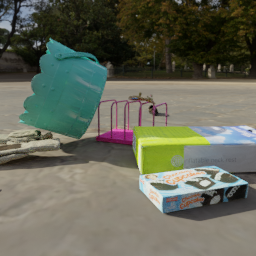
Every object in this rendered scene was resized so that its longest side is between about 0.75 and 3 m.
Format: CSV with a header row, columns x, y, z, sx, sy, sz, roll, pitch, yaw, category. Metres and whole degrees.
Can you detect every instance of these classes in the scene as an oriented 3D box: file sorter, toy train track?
x,y,z,sx,sy,sz,roll,pitch,yaw,category
0.152,-0.225,8.278,1.842,1.155,1.280,5,13,24,file sorter
0.355,-0.881,7.919,0.691,0.196,1.205,17,-3,-27,toy train track

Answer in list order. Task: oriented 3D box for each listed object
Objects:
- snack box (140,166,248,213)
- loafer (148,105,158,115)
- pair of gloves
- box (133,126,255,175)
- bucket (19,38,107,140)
x,y,z,sx,sy,sz,roll,pitch,yaw,category
1.067,0.973,4.680,1.547,0.287,0.898,-4,13,-19,snack box
1.174,-0.902,13.081,0.415,0.405,1.136,-20,14,-3,loafer
-2.722,0.436,7.068,1.838,0.379,2.161,-8,13,-22,pair of gloves
1.624,0.416,6.323,2.909,0.693,1.774,0,12,-4,box
-1.802,-1.007,7.887,1.718,2.640,2.640,21,5,-18,bucket
